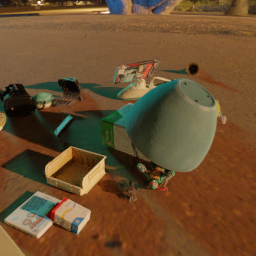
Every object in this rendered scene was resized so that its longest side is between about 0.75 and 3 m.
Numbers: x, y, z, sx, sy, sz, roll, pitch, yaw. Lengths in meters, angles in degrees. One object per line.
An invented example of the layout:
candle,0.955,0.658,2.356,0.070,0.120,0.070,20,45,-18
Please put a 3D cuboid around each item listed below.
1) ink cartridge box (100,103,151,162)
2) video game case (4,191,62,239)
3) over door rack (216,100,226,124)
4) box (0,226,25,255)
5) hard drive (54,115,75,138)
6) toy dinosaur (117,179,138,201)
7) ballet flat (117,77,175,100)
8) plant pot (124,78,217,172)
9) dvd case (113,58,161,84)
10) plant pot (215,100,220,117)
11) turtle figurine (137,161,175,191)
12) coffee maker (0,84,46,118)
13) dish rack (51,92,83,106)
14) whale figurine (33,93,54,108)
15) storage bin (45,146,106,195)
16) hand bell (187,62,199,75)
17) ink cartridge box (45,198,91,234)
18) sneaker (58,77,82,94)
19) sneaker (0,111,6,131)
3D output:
ink cartridge box,0.559,0.136,9.428,2.410,1.001,1.767,18,33,30
video game case,-2.180,2.051,6.769,1.032,0.134,1.134,13,31,24
over door rack,3.078,-0.550,11.139,1.238,0.558,1.675,-3,31,7
box,-3.651,2.541,5.712,2.109,0.274,2.580,-25,36,-38
hard drive,-2.295,-0.068,10.072,0.853,0.161,0.596,-50,27,-4
toy dinosaur,-0.033,1.564,7.480,0.453,0.341,0.886,-18,35,-42
ballet flat,0.970,-1.947,13.376,2.994,1.040,1.040,-4,28,-8
plant pot,1.530,-0.363,8.339,2.758,1.858,2.758,20,37,-16
dvd case,0.373,-2.573,12.771,1.993,0.219,1.455,-15,-13,-13
plant pot,2.747,-0.633,10.023,1.221,1.221,1.305,21,24,34
turtle figurine,0.777,1.205,7.762,1.044,0.702,1.395,9,37,12
coffee maker,-4.619,-1.172,12.069,1.584,1.111,1.649,14,18,-36
dish rack,-2.798,-1.284,12.829,1.030,0.366,1.342,8,31,17
whale figurine,-3.824,-1.381,12.668,0.969,0.632,1.218,-1,30,0
storage bin,-1.461,1.187,7.917,1.247,0.584,1.238,13,30,23
hand bell,4.091,-3.640,17.144,0.747,0.747,1.435,11,17,20
ink cartridge box,-1.406,1.994,6.522,0.921,0.310,0.535,22,34,15
sneaker,-2.765,-2.270,14.292,0.817,0.684,1.845,-25,37,-35
sneaker,-5.538,-0.154,9.691,1.103,1.271,2.869,16,32,27
